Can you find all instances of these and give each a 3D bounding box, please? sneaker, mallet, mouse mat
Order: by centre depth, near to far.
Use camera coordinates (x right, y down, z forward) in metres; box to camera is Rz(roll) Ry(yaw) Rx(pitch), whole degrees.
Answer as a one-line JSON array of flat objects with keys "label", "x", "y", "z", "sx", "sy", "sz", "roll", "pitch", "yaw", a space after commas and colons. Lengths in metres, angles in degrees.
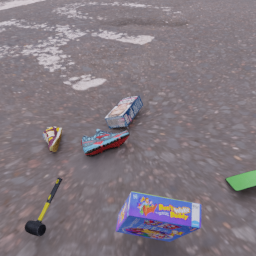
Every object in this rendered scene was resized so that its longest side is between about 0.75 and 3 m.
[{"label": "mallet", "x": -1.609, "y": 1.491, "z": 5.416, "sx": 0.381, "sy": 0.238, "sz": 1.156, "roll": -6, "pitch": 50, "yaw": 28}, {"label": "mouse mat", "x": 2.703, "y": 1.151, "z": 6.258, "sx": 0.886, "sy": 0.033, "sz": 0.713, "roll": -16, "pitch": 12, "yaw": 4}, {"label": "sneaker", "x": -0.594, "y": 0.231, "z": 7.364, "sx": 1.341, "sy": 0.532, "sz": 0.641, "roll": -18, "pitch": 65, "yaw": -26}, {"label": "sneaker", "x": -2.093, "y": 0.303, "z": 7.554, "sx": 0.475, "sy": 0.395, "sz": 1.054, "roll": 8, "pitch": 25, "yaw": -5}]

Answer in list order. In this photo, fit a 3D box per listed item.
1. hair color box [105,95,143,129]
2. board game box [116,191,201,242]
[{"label": "hair color box", "x": -0.094, "y": -0.511, "z": 8.564, "sx": 0.655, "sy": 0.397, "sz": 1.310, "roll": -8, "pitch": 28, "yaw": 31}, {"label": "board game box", "x": 0.410, "y": 1.478, "z": 4.505, "sx": 1.025, "sy": 1.525, "sz": 0.341, "roll": 12, "pitch": 61, "yaw": -4}]
